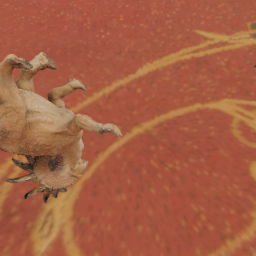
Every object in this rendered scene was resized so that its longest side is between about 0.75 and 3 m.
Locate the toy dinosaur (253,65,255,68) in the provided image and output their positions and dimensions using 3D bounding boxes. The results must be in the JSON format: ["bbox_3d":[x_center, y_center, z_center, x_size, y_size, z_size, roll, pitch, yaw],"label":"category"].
[{"bbox_3d":[2.961,-1.264,5.693,0.518,0.961,2.182,19,62,7],"label":"toy dinosaur"}]

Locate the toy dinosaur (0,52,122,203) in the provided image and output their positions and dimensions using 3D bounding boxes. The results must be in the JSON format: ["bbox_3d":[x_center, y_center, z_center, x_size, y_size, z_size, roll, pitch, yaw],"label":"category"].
[{"bbox_3d":[-1.451,0.056,4.086,1.925,2.841,1.219,-47,29,14],"label":"toy dinosaur"}]
